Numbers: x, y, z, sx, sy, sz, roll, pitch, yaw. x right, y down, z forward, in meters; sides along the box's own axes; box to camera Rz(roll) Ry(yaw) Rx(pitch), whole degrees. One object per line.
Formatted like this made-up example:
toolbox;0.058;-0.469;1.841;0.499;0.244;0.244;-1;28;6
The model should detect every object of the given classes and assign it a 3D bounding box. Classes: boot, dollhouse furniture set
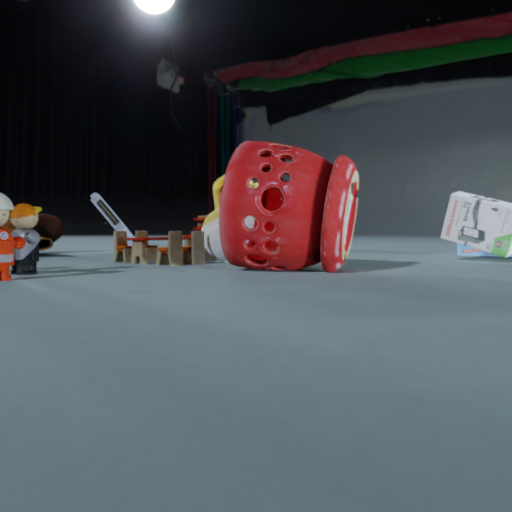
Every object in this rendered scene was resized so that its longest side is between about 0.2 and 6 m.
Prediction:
boot;-3.723;-0.350;8.949;1.976;0.719;2.099;-2;4;-40
dollhouse furniture set;-1.037;-0.209;6.930;1.159;0.597;1.146;2;4;43

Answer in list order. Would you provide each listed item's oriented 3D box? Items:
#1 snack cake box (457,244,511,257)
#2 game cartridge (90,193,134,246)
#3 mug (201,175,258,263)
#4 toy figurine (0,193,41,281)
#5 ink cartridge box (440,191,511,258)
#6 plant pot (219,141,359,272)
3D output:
snack cake box;3.965;-0.244;8.840;1.472;0.495;0.847;1;1;21
game cartridge;-2.615;-0.624;10.396;0.227;1.123;0.749;-38;-27;-12
mug;-0.174;-0.405;6.879;0.880;1.072;0.859;-22;-47;30
toy figurine;-2.411;-0.177;4.729;1.058;0.736;1.042;0;3;0
ink cartridge box;2.849;-0.410;7.074;0.855;0.622;0.359;20;22;33
plant pot;0.368;-0.438;5.457;1.144;1.256;1.256;9;5;14
